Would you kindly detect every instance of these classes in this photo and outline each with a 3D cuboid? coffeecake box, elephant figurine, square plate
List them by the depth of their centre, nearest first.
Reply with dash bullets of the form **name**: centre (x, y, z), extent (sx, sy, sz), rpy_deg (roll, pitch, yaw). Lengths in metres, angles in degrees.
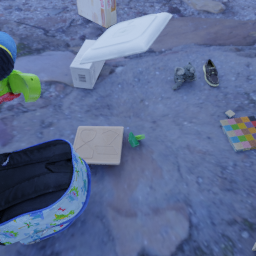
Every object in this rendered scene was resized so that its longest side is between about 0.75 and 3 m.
- **square plate**: centre (-0.073, -2.133, 6.484), extent (1.812, 0.258, 1.795), rpy_deg (-1, 41, 33)
- **elephant figurine**: centre (2.149, -2.095, 11.220), extent (1.089, 0.770, 0.845), rpy_deg (-17, 20, 5)
- **coffeecake box**: centre (-1.626, -6.337, 14.213), extent (2.184, 1.677, 0.798), rpy_deg (35, 57, 26)

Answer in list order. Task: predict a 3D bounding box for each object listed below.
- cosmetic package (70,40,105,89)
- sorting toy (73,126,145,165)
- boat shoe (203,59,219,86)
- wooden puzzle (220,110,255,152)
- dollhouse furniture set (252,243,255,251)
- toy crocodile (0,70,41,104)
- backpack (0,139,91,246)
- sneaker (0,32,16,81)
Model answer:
- **cosmetic package**: centre (-1.574, -2.618, 11.389), extent (0.830, 1.052, 1.956), rpy_deg (7, 48, 9)
- **sorting toy**: centre (-0.610, 0.578, 9.063), extent (2.302, 0.339, 1.701), rpy_deg (1, 44, 5)
- **boat shoe**: centre (3.404, -2.285, 11.486), extent (0.518, 0.459, 1.415), rpy_deg (-5, 49, -4)
- **wooden puzzle**: centre (3.991, 0.182, 9.533), extent (1.307, 0.155, 2.204), rpy_deg (-8, 49, -7)
- **dollhouse furniture set**: centre (3.726, 3.180, 6.492), extent (1.519, 0.783, 1.503), rpy_deg (33, 57, 26)
- **toy crocodile**: centre (-3.398, -0.830, 6.589), extent (2.917, 0.901, 0.985), rpy_deg (-10, 3, 12)
- **backpack**: centre (-2.190, 1.544, 7.043), extent (2.517, 1.850, 2.303), rpy_deg (-20, 47, 8)
- **sneaker**: centre (-3.460, -1.163, 5.279), extent (2.732, 0.901, 1.071), rpy_deg (-19, 46, -7)
